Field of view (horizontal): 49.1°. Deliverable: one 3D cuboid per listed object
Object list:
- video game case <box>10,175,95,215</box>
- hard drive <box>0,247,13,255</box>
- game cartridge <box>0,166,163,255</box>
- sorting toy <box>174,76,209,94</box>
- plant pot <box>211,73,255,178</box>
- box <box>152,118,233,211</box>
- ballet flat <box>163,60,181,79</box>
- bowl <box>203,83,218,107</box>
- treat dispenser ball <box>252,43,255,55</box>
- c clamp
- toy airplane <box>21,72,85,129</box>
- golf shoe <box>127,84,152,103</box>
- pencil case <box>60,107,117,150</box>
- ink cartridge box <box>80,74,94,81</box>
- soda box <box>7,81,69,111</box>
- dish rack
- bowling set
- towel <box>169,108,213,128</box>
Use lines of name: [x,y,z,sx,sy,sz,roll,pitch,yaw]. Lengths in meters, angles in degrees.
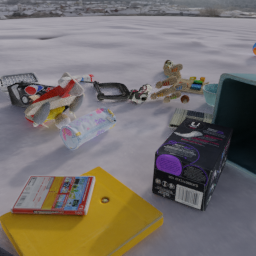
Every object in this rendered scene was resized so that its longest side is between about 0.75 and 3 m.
video game case: [-1.794,1.628,6.960,1.782,0.155,1.274,0,28,4]
hard drive: [-2.772,2.820,5.436,1.486,0.314,1.002,15,31,26]
game cartridge: [-1.084,2.183,6.571,2.927,0.475,2.581,-25,36,-34]
sorting toy: [3.543,-2.545,15.600,1.880,0.338,2.523,10,29,18]
plant pot: [4.634,-0.237,8.757,2.818,2.759,2.766,-15,29,-34]
box: [1.885,0.888,7.991,1.541,1.337,2.521,16,31,25]
ballet flat: [2.674,-3.640,17.196,0.846,0.783,2.400,-3,29,-13]
bowl: [4.208,-1.483,13.106,1.504,0.787,1.504,1,28,0]
treat dispenser ball: [10.168,-6.084,21.430,1.181,1.181,1.181,0,28,0]
c clamp: [-1.184,-1.943,14.523,2.516,0.399,2.945,-4,26,-19]
toy airplane: [-2.669,-0.901,10.864,2.659,1.876,2.647,-26,3,-19]
golf shoe: [0.732,-1.621,13.734,0.762,0.668,1.730,39,43,19]
pencil case: [-1.403,-0.016,10.203,0.987,0.904,2.175,25,37,31]
ink cartridge box: [-2.418,-2.889,16.313,0.851,0.286,0.494,-13,30,-23]
soda box: [-4.085,-1.419,12.749,2.793,0.988,0.884,12,33,22]
dish rack: [-5.909,-2.435,15.203,2.082,0.528,2.426,-13,31,-21]
bowling set: [2.031,-1.705,12.777,1.180,2.198,1.530,-22,62,-25]
towel: [2.637,-0.253,11.398,1.767,0.317,1.835,11,28,15]
